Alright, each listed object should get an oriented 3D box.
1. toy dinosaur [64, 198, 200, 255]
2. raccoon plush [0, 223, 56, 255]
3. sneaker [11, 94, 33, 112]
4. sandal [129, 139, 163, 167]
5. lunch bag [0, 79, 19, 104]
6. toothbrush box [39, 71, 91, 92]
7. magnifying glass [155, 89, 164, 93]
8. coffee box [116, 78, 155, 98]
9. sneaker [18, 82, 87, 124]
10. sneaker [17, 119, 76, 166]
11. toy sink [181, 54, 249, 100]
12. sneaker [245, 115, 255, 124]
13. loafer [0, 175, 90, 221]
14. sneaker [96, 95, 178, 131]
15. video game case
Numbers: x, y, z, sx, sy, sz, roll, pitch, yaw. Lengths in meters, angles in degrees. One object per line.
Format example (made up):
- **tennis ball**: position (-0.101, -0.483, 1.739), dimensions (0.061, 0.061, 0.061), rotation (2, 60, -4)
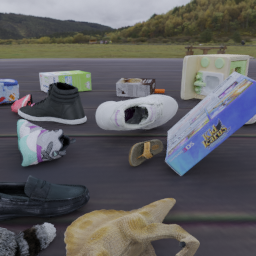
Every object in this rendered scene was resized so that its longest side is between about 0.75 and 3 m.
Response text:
- **toy dinosaur**: position (0.072, 1.197, 3.030), dimensions (1.482, 0.853, 2.931), rotation (14, 22, 42)
- **raccoon plush**: position (-1.571, 1.082, 3.121), dimensions (0.713, 0.987, 1.473), rotation (11, 20, 33)
- **sneaker**: position (-3.979, -0.932, 10.530), dimensions (0.662, 0.562, 1.526), rotation (-4, 18, -8)
- **sandal**: position (0.428, 0.488, 5.936), dimensions (1.088, 0.437, 0.294), rotation (-17, 8, -42)
- **lunch bag**: position (-6.059, -1.544, 11.807), dimensions (2.751, 1.039, 2.204), rotation (-5, 16, -19)
- **toothbrush box**: position (-3.315, -2.461, 14.863), dimensions (2.283, 0.983, 1.662), rotation (-12, 20, -30)
- **magnifying glass**: position (0.890, -1.898, 14.395), dimensions (1.954, 0.219, 0.778), rotation (0, 18, 6)
- **coffee box**: position (0.393, -1.942, 13.434), dimensions (1.708, 0.682, 0.965), rotation (4, 27, 15)
- **sneaker**: position (-2.548, -0.893, 9.168), dimensions (2.575, 1.277, 0.910), rotation (6, 19, 22)
- **sneaker**: position (-1.863, 0.275, 6.479), dimensions (1.267, 0.704, 1.812), rotation (-5, 27, -22)
- **toy sink**: position (3.993, -2.271, 12.581), dimensions (2.986, 1.946, 1.673), rotation (-14, 22, -40)
- **sneaker**: position (3.977, -0.440, 8.839), dimensions (2.141, 0.802, 1.067), rotation (-7, 27, 0)
- **loafer**: position (-1.388, 0.990, 4.147), dimensions (1.622, 0.569, 0.551), rotation (-3, 17, -9)
- **sneaker**: position (0.519, -0.341, 7.571), dimensions (2.652, 0.993, 1.321), rotation (-13, 12, -35)
- **video game case**: position (1.737, -0.186, 5.897), dimensions (0.489, 2.152, 1.950), rotation (45, 19, -4)
